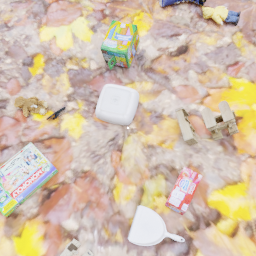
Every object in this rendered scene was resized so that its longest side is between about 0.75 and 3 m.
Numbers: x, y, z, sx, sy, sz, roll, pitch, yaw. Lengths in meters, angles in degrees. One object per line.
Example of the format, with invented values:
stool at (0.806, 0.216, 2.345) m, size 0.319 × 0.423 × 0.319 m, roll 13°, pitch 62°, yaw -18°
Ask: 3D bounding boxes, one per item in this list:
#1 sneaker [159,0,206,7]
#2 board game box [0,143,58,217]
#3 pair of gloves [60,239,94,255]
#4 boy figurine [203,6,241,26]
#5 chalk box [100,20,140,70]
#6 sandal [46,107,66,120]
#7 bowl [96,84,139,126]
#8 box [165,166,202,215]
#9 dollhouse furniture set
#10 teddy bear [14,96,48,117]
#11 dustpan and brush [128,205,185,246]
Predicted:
sneaker at (2.926, -6.441, 13.238) m, size 2.698 × 1.090 × 1.558 m, roll -32°, pitch 66°, yaw -16°
board game box at (-3.759, 1.728, 9.715) m, size 1.477 × 0.319 × 2.194 m, roll 41°, pitch 71°, yaw 18°
pair of gloves at (-1.610, 3.980, 8.719) m, size 0.884 × 0.155 × 0.752 m, roll 32°, pitch 65°, yaw 12°
boy figurine at (4.278, -5.172, 12.931) m, size 1.689 × 0.544 × 1.050 m, roll 12°, pitch 70°, yaw 7°
chalk box at (-0.356, -3.277, 11.545) m, size 1.133 × 1.141 × 1.828 m, roll 16°, pitch 75°, yaw 12°
sandal at (-2.749, -0.524, 10.823) m, size 0.876 × 0.329 × 0.210 m, roll -35°, pitch 96°, yaw -17°
bowl at (-0.429, -0.962, 10.725) m, size 1.550 × 0.579 × 1.548 m, roll 14°, pitch 76°, yaw 9°
box at (1.850, 2.091, 9.342) m, size 0.691 × 0.662 × 1.387 m, roll 27°, pitch 67°, yaw 12°
dollhouse furniture set at (2.821, -0.324, 10.010) m, size 1.882 × 1.650 × 1.250 m, roll -22°, pitch 65°, yaw 19°
teddy bear at (-3.772, -0.858, 10.967) m, size 1.277 × 0.426 × 0.926 m, roll -4°, pitch 71°, yaw -10°
dustpan and brush at (0.979, 3.302, 8.939) m, size 1.698 × 0.486 × 1.185 m, roll 14°, pitch 67°, yaw 14°
